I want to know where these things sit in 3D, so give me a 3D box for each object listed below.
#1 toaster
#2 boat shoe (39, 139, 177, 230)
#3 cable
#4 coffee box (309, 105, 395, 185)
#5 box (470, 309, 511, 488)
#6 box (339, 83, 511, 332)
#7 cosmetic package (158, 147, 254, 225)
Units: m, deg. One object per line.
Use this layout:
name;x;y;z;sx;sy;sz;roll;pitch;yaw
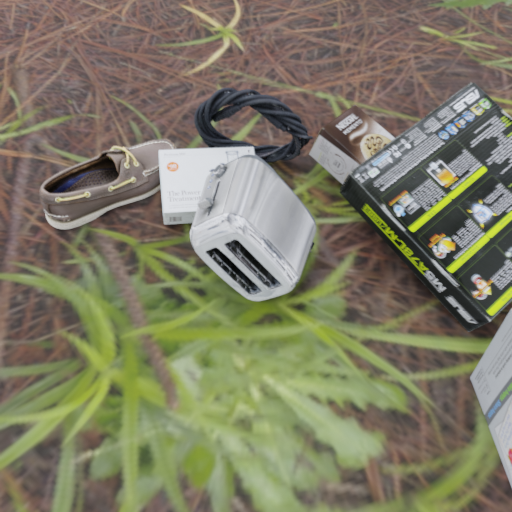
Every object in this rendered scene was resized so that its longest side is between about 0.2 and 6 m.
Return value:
toaster;0.002;-0.299;8.084;1.195;2.103;1.358;-18;38;38
boat shoe;-2.404;-1.373;9.479;2.579;0.767;0.926;-31;63;-23
cable;-0.019;-2.197;9.599;1.992;1.625;0.506;5;55;10
coffee box;1.901;-1.575;9.396;1.761;0.703;0.995;43;58;10
box;3.189;1.971;6.225;0.467;1.769;2.269;-7;52;-3
box;3.267;-0.862;8.490;2.958;0.703;2.856;-38;81;-20
cosmetic package;-0.771;-1.191;9.346;1.628;0.421;1.227;-5;63;-11
